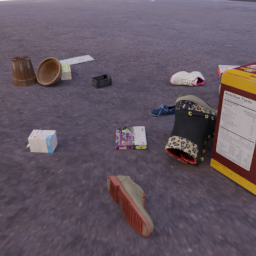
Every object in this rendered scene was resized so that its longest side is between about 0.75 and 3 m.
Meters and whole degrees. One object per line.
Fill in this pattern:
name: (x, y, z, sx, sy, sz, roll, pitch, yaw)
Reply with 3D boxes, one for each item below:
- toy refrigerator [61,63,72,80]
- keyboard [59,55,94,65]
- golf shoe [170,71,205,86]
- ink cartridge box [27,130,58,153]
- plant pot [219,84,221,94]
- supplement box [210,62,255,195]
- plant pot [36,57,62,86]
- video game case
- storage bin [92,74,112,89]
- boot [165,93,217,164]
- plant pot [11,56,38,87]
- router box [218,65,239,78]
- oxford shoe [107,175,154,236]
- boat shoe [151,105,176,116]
toy refrigerator: (-3.312, -3.033, 14.828, 0.529, 0.487, 1.393, -6, 33, -11)
keyboard: (-3.437, -3.913, 16.581, 2.883, 0.154, 0.811, -21, 37, -30)
golf shoe: (2.930, -2.367, 13.640, 1.720, 0.648, 0.787, -9, 36, -12)
ink cartridge box: (-2.825, 0.430, 9.154, 0.861, 0.539, 0.554, 2, 32, 2)
plant pot: (4.850, -1.614, 11.915, 1.399, 1.399, 1.281, -18, 47, -26)
supplement box: (4.171, -0.191, 7.708, 2.938, 2.979, 1.978, -19, 33, -27)
plant pot: (-3.764, -2.707, 13.865, 1.418, 1.418, 0.654, 18, -6, 26)
video game case: (0.101, 0.334, 9.578, 1.022, 0.202, 1.127, -3, 33, 0)
storage bin: (-1.278, -2.276, 13.685, 0.869, 0.407, 0.587, -22, 38, -30)
boot: (2.476, 0.341, 8.900, 2.723, 0.983, 2.057, 28, 62, -13)
plant pot: (-5.177, -2.822, 13.805, 1.225, 1.213, 1.225, -1, 32, 0)
router box: (5.516, -2.982, 14.901, 1.309, 0.320, 1.175, 6, 32, 9)
oxford shoe: (0.178, 1.758, 6.880, 0.745, 0.702, 1.993, -10, 34, -26)
boat shoe: (1.501, -0.758, 11.209, 1.192, 0.409, 0.502, -10, 33, -15)
